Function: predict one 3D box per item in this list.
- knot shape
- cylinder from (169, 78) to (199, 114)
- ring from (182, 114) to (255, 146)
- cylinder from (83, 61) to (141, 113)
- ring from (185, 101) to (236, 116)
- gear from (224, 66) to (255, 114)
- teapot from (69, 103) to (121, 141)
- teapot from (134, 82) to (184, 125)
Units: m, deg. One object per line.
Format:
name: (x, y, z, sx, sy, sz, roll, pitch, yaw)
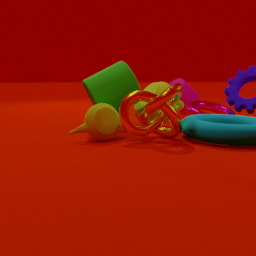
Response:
knot shape: (0.448, -0.291, 5.446, 1.273, 1.361, 0.629, -4, 42, -13)
cylinder: (1.830, -1.088, 9.590, 0.885, 0.885, 0.885, 36, -10, -30)
ring: (2.076, 0.000, 5.822, 1.948, 0.390, 1.948, 1, 10, 0)
cylinder: (-0.359, -0.855, 6.468, 1.033, 1.033, 1.033, -29, 16, -8)
ring: (2.306, -0.441, 7.878, 1.408, 0.282, 1.408, 6, 24, -3)
gear: (3.639, -1.138, 8.260, 1.489, 1.489, 0.275, 9, -20, 41)
teapot: (-0.590, -0.093, 5.651, 1.215, 0.756, 0.595, -21, 5, -32)
teapot: (0.730, -0.535, 7.128, 0.923, 1.172, 1.885, 37, -18, -22)
